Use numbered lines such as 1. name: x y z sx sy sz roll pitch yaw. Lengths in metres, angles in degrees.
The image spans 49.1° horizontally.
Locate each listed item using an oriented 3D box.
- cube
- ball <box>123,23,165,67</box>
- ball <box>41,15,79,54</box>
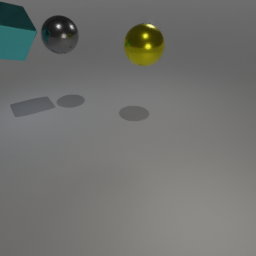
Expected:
1. cube: -4.277 -3.374 9.780 1.400 1.400 1.400 -8 58 -46
2. ball: 0.544 -2.792 9.463 1.400 1.400 1.400 0 30 0
3. ball: -2.564 -3.505 10.571 1.400 1.400 1.400 0 30 0
